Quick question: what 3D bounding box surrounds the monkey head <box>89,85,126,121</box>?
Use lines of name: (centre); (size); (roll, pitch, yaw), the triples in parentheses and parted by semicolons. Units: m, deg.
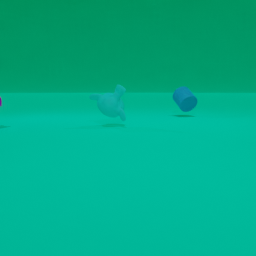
monkey head: (-0.450, -0.781, 8.227); (1.260, 0.907, 0.760); (34, 38, 2)

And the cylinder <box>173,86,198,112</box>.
cylinder: (2.313, -1.176, 11.406); (0.770, 0.770, 0.770); (-3, 39, -19)

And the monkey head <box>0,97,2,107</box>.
monkey head: (-3.957, -0.721, 7.834); (0.736, 1.022, 0.616); (41, 17, 27)
